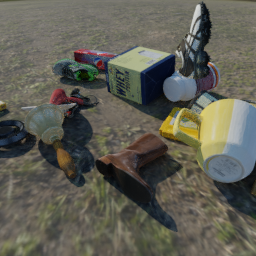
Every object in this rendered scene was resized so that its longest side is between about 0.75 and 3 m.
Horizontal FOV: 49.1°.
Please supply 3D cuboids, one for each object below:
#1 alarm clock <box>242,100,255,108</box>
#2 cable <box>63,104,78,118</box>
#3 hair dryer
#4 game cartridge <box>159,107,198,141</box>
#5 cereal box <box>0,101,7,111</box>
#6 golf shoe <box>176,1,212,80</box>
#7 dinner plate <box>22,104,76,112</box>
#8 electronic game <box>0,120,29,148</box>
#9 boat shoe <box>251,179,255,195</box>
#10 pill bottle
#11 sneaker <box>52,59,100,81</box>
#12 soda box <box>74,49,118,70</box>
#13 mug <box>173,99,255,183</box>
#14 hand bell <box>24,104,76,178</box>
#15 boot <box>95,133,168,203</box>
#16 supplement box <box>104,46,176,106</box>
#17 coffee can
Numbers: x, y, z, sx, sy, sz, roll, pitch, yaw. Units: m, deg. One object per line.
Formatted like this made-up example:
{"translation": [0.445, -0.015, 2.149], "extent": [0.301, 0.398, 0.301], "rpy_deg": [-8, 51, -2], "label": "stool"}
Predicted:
{"translation": [4.855, -0.443, 11.528], "extent": [1.581, 0.780, 2.344], "rpy_deg": [27, 39, 35], "label": "alarm clock"}
{"translation": [-2.548, -0.811, 12.493], "extent": [0.670, 0.347, 1.380], "rpy_deg": [8, 33, 24], "label": "cable"}
{"translation": [-2.762, -1.435, 13.159], "extent": [1.756, 0.626, 2.306], "rpy_deg": [26, 38, 37], "label": "hair dryer"}
{"translation": [2.441, -0.124, 11.429], "extent": [1.848, 0.340, 2.097], "rpy_deg": [13, 34, 20], "label": "game cartridge"}
{"translation": [-6.524, -1.012, 12.877], "extent": [1.491, 0.295, 1.073], "rpy_deg": [17, 36, 25], "label": "cereal box"}
{"translation": [2.404, -3.258, 10.526], "extent": [1.333, 2.821, 1.097], "rpy_deg": [5, 3, 32], "label": "golf shoe"}
{"translation": [-3.368, -0.859, 12.089], "extent": [2.290, 0.278, 2.290], "rpy_deg": [-4, 8, 1], "label": "dinner plate"}
{"translation": [-4.756, 0.205, 10.838], "extent": [1.881, 0.391, 1.881], "rpy_deg": [-2, 31, 1], "label": "electronic game"}
{"translation": [4.583, 1.308, 8.737], "extent": [0.780, 0.912, 2.490], "rpy_deg": [24, 49, 26], "label": "boat shoe"}
{"translation": [3.082, -2.222, 13.643], "extent": [2.712, 1.532, 1.532], "rpy_deg": [-23, 39, -32], "label": "pill bottle"}
{"translation": [-3.015, -3.216, 15.713], "extent": [2.664, 1.039, 1.135], "rpy_deg": [6, 33, 8], "label": "sneaker"}
{"translation": [-2.001, -4.313, 17.603], "extent": [2.754, 0.873, 0.964], "rpy_deg": [13, 33, 22], "label": "soda box"}
{"translation": [2.932, 0.544, 9.052], "extent": [2.654, 2.126, 2.179], "rpy_deg": [0, 38, 26], "label": "mug"}
{"translation": [-2.439, 0.582, 9.733], "extent": [1.519, 1.519, 2.917], "rpy_deg": [-17, 47, -25], "label": "hand bell"}
{"translation": [0.639, 1.103, 9.137], "extent": [2.607, 0.837, 2.430], "rpy_deg": [-22, 40, -38], "label": "boot"}
{"translation": [0.627, -2.732, 14.088], "extent": [2.549, 1.713, 2.551], "rpy_deg": [24, 45, 34], "label": "supplement box"}
{"translation": [3.240, -0.416, 10.491], "extent": [1.297, 1.297, 1.773], "rpy_deg": [-29, 57, -37], "label": "coffee can"}
